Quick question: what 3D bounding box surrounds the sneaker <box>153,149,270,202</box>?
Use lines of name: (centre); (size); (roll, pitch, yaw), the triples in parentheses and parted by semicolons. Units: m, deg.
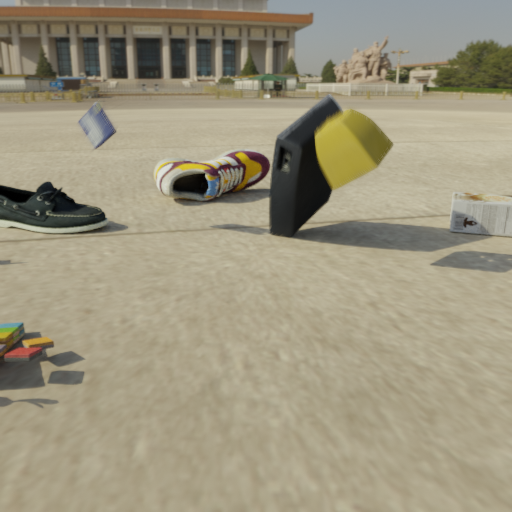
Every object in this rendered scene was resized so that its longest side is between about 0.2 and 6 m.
sneaker: (-0.980, -1.968, 14.449); (3.158, 1.183, 1.423); (-12, 31, -17)

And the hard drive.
hard drive: (0.953, -1.557, 10.548); (0.541, 2.558, 1.725); (34, 59, 22)

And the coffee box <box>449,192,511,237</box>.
coffee box: (4.906, -0.846, 11.488); (1.725, 0.688, 0.987); (6, 19, 17)

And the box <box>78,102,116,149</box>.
box: (-2.987, -2.477, 10.604); (0.166, 0.622, 1.027); (-38, 13, -34)

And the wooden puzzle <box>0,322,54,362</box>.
wooden puzzle: (-3.476, 1.003, 6.284); (2.365, 0.166, 1.402); (-3, 5, -9)

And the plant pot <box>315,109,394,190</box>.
plant pot: (1.444, -1.744, 8.765); (0.878, 0.899, 0.873); (-24, 18, 43)

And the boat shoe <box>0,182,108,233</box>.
boat shoe: (-4.504, -1.100, 11.806); (2.908, 0.964, 1.087); (7, 20, 20)
